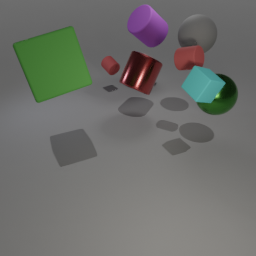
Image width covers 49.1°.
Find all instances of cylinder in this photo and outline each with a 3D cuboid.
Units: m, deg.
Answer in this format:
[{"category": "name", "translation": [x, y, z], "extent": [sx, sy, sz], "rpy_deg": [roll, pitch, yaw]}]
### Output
[{"category": "cylinder", "translation": [-0.871, -3.122, 13.999], "extent": [0.700, 0.700, 0.700], "rpy_deg": [-23, 59, -33]}, {"category": "cylinder", "translation": [0.919, -4.679, 12.948], "extent": [1.400, 1.400, 1.400], "rpy_deg": [23, 8, -46]}, {"category": "cylinder", "translation": [1.898, -2.159, 8.679], "extent": [0.700, 0.700, 0.700], "rpy_deg": [5, 27, 40]}, {"category": "cylinder", "translation": [0.529, -2.268, 11.618], "extent": [1.400, 1.400, 1.400], "rpy_deg": [23, 9, -4]}]

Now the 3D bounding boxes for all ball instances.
[{"category": "ball", "translation": [2.531, -3.401, 10.240], "extent": [1.400, 1.400, 1.400], "rpy_deg": [0, 31, 0]}, {"category": "ball", "translation": [2.967, -1.130, 9.449], "extent": [1.400, 1.400, 1.400], "rpy_deg": [0, 31, 0]}]

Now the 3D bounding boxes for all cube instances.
[{"category": "cube", "translation": [2.036, -1.173, 7.623], "extent": [0.700, 0.700, 0.700], "rpy_deg": [0, 42, -40]}, {"category": "cube", "translation": [-1.870, -1.583, 7.027], "extent": [1.400, 1.400, 1.400], "rpy_deg": [-22, 18, -11]}]
